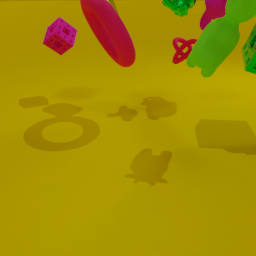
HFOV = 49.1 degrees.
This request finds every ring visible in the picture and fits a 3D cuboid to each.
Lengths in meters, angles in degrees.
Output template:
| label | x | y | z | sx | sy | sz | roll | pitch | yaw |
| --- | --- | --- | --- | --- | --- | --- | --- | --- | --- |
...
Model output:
| label | x | y | z | sx | sy | sz | roll | pitch | yaw |
| --- | --- | --- | --- | --- | --- | --- | --- | --- | --- |
| ring | -0.499 | -2.434 | 7.009 | 0.414 | 2.072 | 2.072 | -36 | 34 | -4 |

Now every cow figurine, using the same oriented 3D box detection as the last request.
| label | x | y | z | sx | sy | sz | roll | pitch | yaw |
| --- | --- | --- | --- | --- | --- | --- | --- | --- | --- |
| cow figurine | 1.848 | -1.852 | 5.410 | 0.877 | 1.598 | 1.572 | 36 | -6 | 6 |

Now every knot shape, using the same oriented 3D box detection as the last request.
| label | x | y | z | sx | sy | sz | roll | pitch | yaw |
| --- | --- | --- | --- | --- | --- | --- | --- | --- | --- |
| knot shape | 1.969 | -2.572 | 9.251 | 1.004 | 0.496 | 1.073 | 3 | 70 | 20 |

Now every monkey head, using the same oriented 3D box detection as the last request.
| label | x | y | z | sx | sy | sz | roll | pitch | yaw |
| --- | --- | --- | --- | --- | --- | --- | --- | --- | --- |
| monkey head | 2.577 | -3.875 | 8.219 | 1.319 | 1.834 | 1.105 | 37 | 46 | 15 |
| monkey head | 1.450 | -3.624 | 7.886 | 0.892 | 0.747 | 1.239 | 19 | 5 | -18 |

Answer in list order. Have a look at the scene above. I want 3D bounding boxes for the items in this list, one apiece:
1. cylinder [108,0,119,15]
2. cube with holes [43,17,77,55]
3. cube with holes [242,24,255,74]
| label | x | y | z | sx | sy | sz | roll | pitch | yaw |
| --- | --- | --- | --- | --- | --- | --- | --- | --- | --- |
| cylinder | -0.721 | -3.338 | 8.339 | 0.865 | 0.865 | 0.865 | -18 | -14 | -5 |
| cube with holes | -2.209 | -2.977 | 9.131 | 0.716 | 0.716 | 0.716 | -20 | 54 | 40 |
| cube with holes | 3.769 | -2.060 | 7.020 | 1.229 | 1.229 | 1.229 | 18 | 43 | 1 |
